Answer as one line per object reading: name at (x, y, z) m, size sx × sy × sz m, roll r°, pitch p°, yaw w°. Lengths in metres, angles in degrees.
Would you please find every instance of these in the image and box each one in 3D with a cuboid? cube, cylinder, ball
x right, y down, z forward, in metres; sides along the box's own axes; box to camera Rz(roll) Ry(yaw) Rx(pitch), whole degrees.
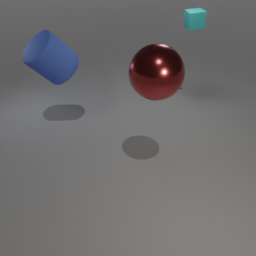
cube at (2.814, -4.582, 11.779) m, size 0.700 × 0.700 × 0.700 m, roll -9°, pitch 35°, yaw -5°
cylinder at (-2.723, -2.473, 9.950) m, size 1.400 × 1.400 × 1.400 m, roll -18°, pitch 56°, yaw 29°
ball at (0.713, -1.384, 7.004) m, size 1.400 × 1.400 × 1.400 m, roll 0°, pitch 31°, yaw 0°
